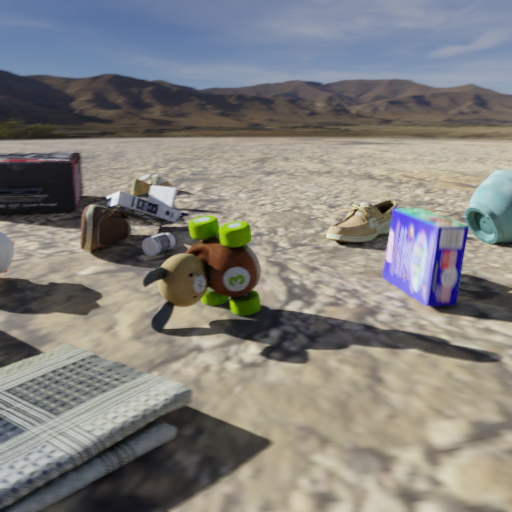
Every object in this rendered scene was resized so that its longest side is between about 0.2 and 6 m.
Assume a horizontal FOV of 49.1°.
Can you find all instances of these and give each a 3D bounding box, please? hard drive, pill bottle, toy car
[{"bbox_3d":[-2.221,-1.370,13.216,0.783,0.517,0.105,10,-3,34],"label":"hard drive"},{"bbox_3d":[-1.574,-0.195,9.102,0.309,0.309,0.546,7,16,26],"label":"pill bottle"},{"bbox_3d":[-0.672,0.268,6.123,0.999,1.040,1.267,13,30,41],"label":"toy car"}]

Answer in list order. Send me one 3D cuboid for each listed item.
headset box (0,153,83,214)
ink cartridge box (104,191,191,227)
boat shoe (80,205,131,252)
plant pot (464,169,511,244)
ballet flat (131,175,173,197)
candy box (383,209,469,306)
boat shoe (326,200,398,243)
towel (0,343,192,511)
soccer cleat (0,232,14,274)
[{"bbox_3d":[-5.441,-1.781,13.362,2.353,1.221,3.162,-4,16,-14],"label":"headset box"},{"bbox_3d":[-2.060,-0.842,10.692,1.494,0.293,0.743,16,-12,-31],"label":"ink cartridge box"},{"bbox_3d":[-2.515,-0.528,9.600,0.743,0.741,2.008,4,14,-9],"label":"boat shoe"},{"bbox_3d":[4.193,-0.733,9.703,0.856,1.278,1.278,-32,23,-11],"label":"plant pot"},{"bbox_3d":[-2.845,-2.006,15.592,0.585,0.538,1.705,7,16,22],"label":"ballet flat"},{"bbox_3d":[2.057,-0.018,6.931,0.445,0.976,1.155,1,15,-15],"label":"candy box"},{"bbox_3d":[1.960,-0.659,10.201,0.721,0.646,1.947,13,19,40],"label":"boat shoe"},{"bbox_3d":[-1.590,1.193,4.007,1.715,0.308,1.781,8,18,38],"label":"towel"},{"bbox_3d":[-4.597,-0.219,7.523,2.691,0.932,1.044,6,-7,10],"label":"soccer cleat"}]
